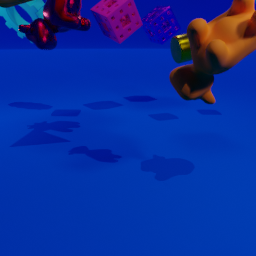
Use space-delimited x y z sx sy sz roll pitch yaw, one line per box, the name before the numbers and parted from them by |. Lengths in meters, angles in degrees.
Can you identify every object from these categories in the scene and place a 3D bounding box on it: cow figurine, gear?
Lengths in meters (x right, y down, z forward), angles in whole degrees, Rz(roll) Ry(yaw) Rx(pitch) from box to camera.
cow figurine | 1.383 -1.108 4.352 1.594 0.875 1.569 -33 -23 7
cow figurine | -1.728 -2.684 6.564 1.693 1.721 0.945 12 17 17
gear | -3.381 -3.683 9.090 2.019 2.019 0.373 11 58 32

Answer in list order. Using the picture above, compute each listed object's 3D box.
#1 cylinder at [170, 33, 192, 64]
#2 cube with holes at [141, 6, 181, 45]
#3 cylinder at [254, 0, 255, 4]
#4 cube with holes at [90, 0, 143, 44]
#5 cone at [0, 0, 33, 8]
cylinder | 1.749 -2.352 8.166 0.793 0.793 0.793 -16 21 -11
cube with holes | 1.208 -3.918 10.659 0.964 0.964 0.964 -41 32 -3
cylinder | 3.842 -3.739 7.697 0.730 0.730 0.730 15 15 -11
cube with holes | -0.369 -3.659 9.249 1.042 1.042 1.042 -42 49 -8
cone | -1.474 -2.684 4.929 1.417 1.412 1.412 16 19 2
